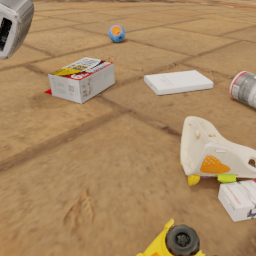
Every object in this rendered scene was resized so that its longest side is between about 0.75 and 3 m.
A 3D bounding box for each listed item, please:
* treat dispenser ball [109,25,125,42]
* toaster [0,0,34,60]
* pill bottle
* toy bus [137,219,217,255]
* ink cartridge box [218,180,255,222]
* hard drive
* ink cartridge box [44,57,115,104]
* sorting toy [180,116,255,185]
[{"bbox_3d":[-0.682,-5.846,17.403,1.021,1.021,1.021,0,31,0],"label":"treat dispenser ball"},{"bbox_3d":[-3.453,-2.955,7.868,1.196,2.104,1.359,26,35,-21],"label":"toaster"},{"bbox_3d":[4.561,-1.182,9.628,1.060,1.060,1.862,-17,36,-25],"label":"pill bottle"},{"bbox_3d":[0.732,2.306,4.088,1.363,0.964,1.420,-33,45,-23],"label":"toy bus"},{"bbox_3d":[2.492,1.482,5.829,0.978,0.413,0.708,-6,30,-10],"label":"ink cartridge box"},{"bbox_3d":[2.040,-1.896,11.535,2.369,0.316,1.562,-9,32,-14],"label":"hard drive"},{"bbox_3d":[-1.945,-1.984,11.063,1.982,0.947,2.258,16,35,26],"label":"ink cartridge box"},{"bbox_3d":[2.347,0.689,6.442,1.997,1.185,2.218,10,16,-1],"label":"sorting toy"}]
